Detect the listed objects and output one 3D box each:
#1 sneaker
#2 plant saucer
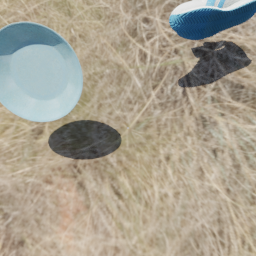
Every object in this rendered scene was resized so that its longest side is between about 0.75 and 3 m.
[{"bbox_3d":[2.328,-3.395,7.914,2.926,1.120,1.182,-21,67,-20],"label":"sneaker"},{"bbox_3d":[-2.071,-1.237,6.356,2.257,2.257,0.435,7,26,3],"label":"plant saucer"}]
